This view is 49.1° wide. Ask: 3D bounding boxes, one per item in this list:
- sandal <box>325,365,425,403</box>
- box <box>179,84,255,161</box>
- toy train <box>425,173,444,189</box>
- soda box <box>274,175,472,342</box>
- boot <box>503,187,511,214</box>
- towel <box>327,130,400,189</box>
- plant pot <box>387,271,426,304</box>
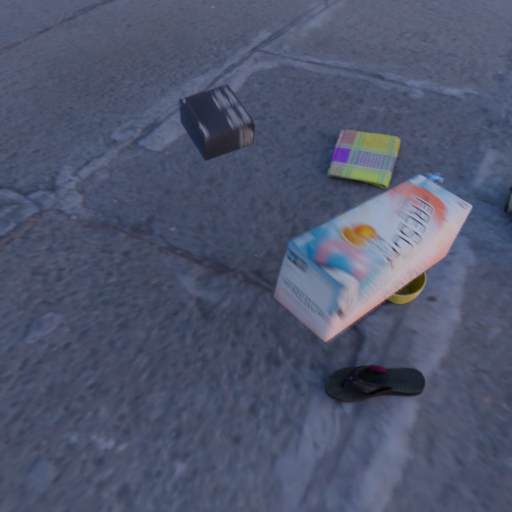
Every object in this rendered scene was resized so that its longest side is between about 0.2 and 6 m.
[{"bbox_3d":[1.893,1.956,8.942,1.622,0.388,0.610,-4,44,-4],"label":"sandal"},{"bbox_3d":[-0.741,-2.498,10.436,1.037,0.593,1.139,-22,61,-18],"label":"box"},{"bbox_3d":[3.122,-1.232,9.995,0.441,0.335,0.772,-24,18,34],"label":"toy train"},{"bbox_3d":[1.867,-0.097,8.586,3.388,1.158,1.077,-28,55,-37],"label":"soda box"},{"bbox_3d":[5.913,-0.724,11.484,1.775,0.920,2.718,22,41,27],"label":"boot"},{"bbox_3d":[2.625,-2.401,13.554,1.500,0.238,2.089,12,46,11],"label":"towel"},{"bbox_3d":[2.621,0.536,10.205,0.849,0.603,0.849,-4,53,5],"label":"plant pot"}]
